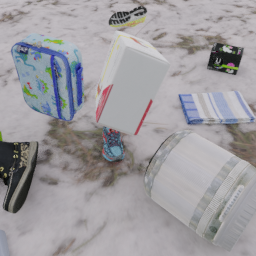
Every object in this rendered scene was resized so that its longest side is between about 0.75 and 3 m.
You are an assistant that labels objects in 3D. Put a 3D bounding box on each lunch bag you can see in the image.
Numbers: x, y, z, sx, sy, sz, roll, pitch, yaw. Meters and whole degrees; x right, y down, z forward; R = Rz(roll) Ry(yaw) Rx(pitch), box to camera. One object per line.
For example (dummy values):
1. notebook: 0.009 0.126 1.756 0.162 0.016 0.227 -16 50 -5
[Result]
1. lunch bag: -2.340 -1.499 8.599 2.017 2.509 1.035 20 45 14

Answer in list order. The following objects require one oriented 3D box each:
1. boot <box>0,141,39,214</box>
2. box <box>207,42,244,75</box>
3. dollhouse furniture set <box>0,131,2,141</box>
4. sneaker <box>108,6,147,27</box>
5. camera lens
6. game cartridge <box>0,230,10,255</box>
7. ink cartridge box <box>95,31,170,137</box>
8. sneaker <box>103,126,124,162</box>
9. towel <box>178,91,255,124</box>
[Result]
1. boot: -3.975 1.285 8.479 2.090 0.999 2.767 11 35 -11
2. box: 4.775 -3.408 13.736 1.457 1.082 0.905 17 46 17
3. dollhouse furniture set: -5.136 0.880 9.055 1.594 1.221 2.434 -7 44 -7
4. sneaker: 0.012 -3.220 8.451 1.204 0.543 0.470 -14 69 -2
5. camera lens: 2.019 1.541 7.576 2.829 2.263 2.263 33 52 29
6. game cartridge: -4.041 3.399 7.021 1.980 0.401 1.320 -19 43 -20
7. ink cartridge box: -0.065 -1.280 7.199 1.085 1.887 2.601 17 22 -15
8. sneaker: -0.598 0.349 9.854 0.753 0.908 1.900 -9 44 -9
9. towel: 3.621 -0.901 11.625 2.739 0.326 2.012 -2 42 -2
